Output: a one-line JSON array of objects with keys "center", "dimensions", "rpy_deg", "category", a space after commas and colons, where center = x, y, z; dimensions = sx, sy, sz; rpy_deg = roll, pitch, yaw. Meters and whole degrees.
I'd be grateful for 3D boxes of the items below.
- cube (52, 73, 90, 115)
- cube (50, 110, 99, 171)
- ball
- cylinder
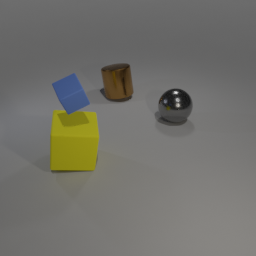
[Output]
[{"center": [-1.569, -0.942, 7.765], "dimensions": [0.700, 0.700, 0.700], "rpy_deg": [-27, 58, -5], "category": "cube"}, {"center": [-1.735, 0.391, 8.992], "dimensions": [1.400, 1.400, 1.400], "rpy_deg": [3, 35, -13], "category": "cube"}, {"center": [1.928, -0.911, 11.416], "dimensions": [1.400, 1.400, 1.400], "rpy_deg": [0, 31, 0], "category": "ball"}, {"center": [-0.501, -2.258, 13.452], "dimensions": [1.400, 1.400, 1.400], "rpy_deg": [-7, 24, 3], "category": "cylinder"}]
